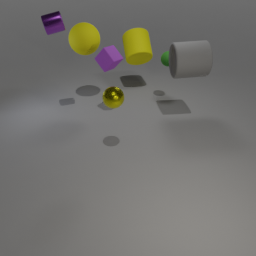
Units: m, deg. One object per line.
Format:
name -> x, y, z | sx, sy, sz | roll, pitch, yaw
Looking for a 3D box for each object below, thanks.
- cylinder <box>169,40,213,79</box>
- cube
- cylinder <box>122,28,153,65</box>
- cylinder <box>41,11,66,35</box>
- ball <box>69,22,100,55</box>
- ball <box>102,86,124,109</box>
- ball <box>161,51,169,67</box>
cylinder -> 2.457, -2.720, 11.160 | 1.400, 1.400, 1.400 | -5, 31, -4
cube -> -0.765, -2.793, 11.269 | 0.700, 0.700, 0.700 | 53, 40, 1
cylinder -> 0.486, -4.216, 14.578 | 1.400, 1.400, 1.400 | -9, -13, -2
cylinder -> -2.751, -3.869, 10.331 | 0.700, 0.700, 0.700 | -18, 33, -5
ball -> -1.944, -3.977, 12.523 | 1.400, 1.400, 1.400 | 0, 31, 0
ball -> -0.461, -0.963, 8.839 | 0.700, 0.700, 0.700 | 0, 31, 0
ball -> 1.888, -3.241, 13.134 | 0.700, 0.700, 0.700 | 0, 31, 0
